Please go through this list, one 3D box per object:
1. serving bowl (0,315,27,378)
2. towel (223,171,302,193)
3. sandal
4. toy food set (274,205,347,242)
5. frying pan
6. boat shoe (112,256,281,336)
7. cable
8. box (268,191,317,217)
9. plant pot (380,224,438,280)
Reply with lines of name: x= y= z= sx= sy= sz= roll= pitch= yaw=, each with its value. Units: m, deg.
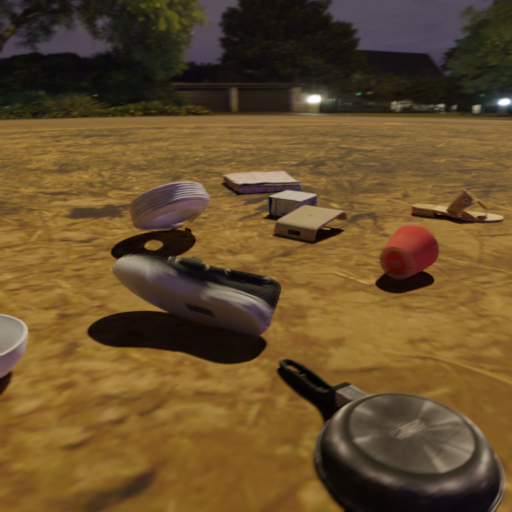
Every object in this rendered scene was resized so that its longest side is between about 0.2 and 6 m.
serving bowl: x=-3.646 y=1.263 z=6.860 sx=1.630 sy=0.536 sz=1.630 roll=0 pitch=19 yaw=0
towel: x=0.184 y=-2.492 z=18.681 sx=2.209 sy=0.356 sz=2.110 roll=-4 pitch=18 yaw=-16
sandal: x=5.250 y=-1.374 z=14.583 sx=2.294 sy=0.754 sz=0.841 roll=7 pitch=19 yaw=21
toy food set: x=1.310 y=-0.746 z=13.327 sx=1.110 sy=0.467 sz=1.546 roll=14 pitch=31 yaw=36
frying pan: x=1.368 y=1.659 z=5.928 sx=1.774 sy=0.477 sz=2.932 roll=-2 pitch=21 yaw=-9
boat shoe: x=-0.907 y=0.441 z=8.461 sx=2.740 sy=0.940 sz=0.776 roll=16 pitch=56 yaw=23
cable: x=-1.952 y=-1.135 z=12.722 sx=1.830 sy=0.634 sz=1.830 roll=-12 pitch=-11 yaw=-41
box: x=0.975 y=-1.371 z=14.957 sx=0.986 sy=0.517 sz=0.907 roll=13 pitch=23 yaw=33
plant pot: x=2.776 y=-0.022 z=10.401 sx=0.929 sy=0.929 sz=0.822 roll=15 pitch=34 yaw=38
